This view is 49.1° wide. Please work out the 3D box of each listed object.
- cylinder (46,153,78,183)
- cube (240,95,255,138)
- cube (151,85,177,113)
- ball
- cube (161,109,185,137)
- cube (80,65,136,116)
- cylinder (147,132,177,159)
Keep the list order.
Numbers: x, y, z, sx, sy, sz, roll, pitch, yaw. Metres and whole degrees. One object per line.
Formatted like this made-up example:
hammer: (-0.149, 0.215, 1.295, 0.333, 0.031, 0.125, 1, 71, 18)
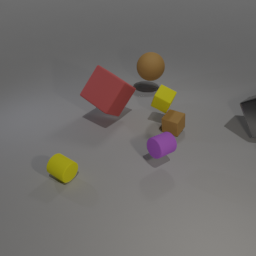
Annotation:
cylinder: (-2.036, 1.240, 8.701, 0.700, 0.700, 0.700, 25, 39, 24)
cube: (5.243, -0.608, 10.450, 1.400, 1.400, 1.400, -20, 2, 38)
cube: (1.419, -1.155, 11.181, 0.700, 0.700, 0.700, 28, 57, 8)
ball: (1.129, -3.053, 13.932, 1.400, 1.400, 1.400, 0, 31, 0)
cube: (1.799, -0.205, 11.073, 0.700, 0.700, 0.700, 19, 47, 29)
cube: (-0.785, -1.460, 11.331, 1.400, 1.400, 1.400, 35, 9, 17)
cylinder: (1.078, 0.548, 8.971, 0.700, 0.700, 0.700, -19, 36, -33)
